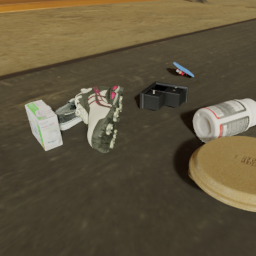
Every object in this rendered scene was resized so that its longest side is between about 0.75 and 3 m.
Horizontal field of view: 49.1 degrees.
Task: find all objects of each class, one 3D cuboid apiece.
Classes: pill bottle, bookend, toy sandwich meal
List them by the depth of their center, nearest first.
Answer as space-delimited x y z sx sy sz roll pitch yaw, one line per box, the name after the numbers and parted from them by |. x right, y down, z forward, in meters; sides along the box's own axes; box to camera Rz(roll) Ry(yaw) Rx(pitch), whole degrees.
2.464 1.007 5.657 2.523 0.864 2.523 -2 29 1 | toy sandwich meal
2.652 -0.235 7.488 1.627 0.926 0.926 -15 35 -23 | pill bottle
1.147 -0.966 8.875 1.178 0.546 1.186 14 32 26 | bookend

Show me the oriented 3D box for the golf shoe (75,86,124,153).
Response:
-0.849 -0.307 7.368 1.297 1.136 2.944 9 25 -1 | golf shoe

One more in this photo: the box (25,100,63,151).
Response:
-2.173 -0.094 7.267 0.500 0.913 1.035 -23 40 -27 | box

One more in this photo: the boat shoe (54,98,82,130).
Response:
-1.520 -0.572 8.301 0.631 0.620 1.750 12 33 20 | boat shoe

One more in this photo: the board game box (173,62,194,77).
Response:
2.152 -2.247 11.090 0.988 0.192 0.780 25 25 -20 | board game box
